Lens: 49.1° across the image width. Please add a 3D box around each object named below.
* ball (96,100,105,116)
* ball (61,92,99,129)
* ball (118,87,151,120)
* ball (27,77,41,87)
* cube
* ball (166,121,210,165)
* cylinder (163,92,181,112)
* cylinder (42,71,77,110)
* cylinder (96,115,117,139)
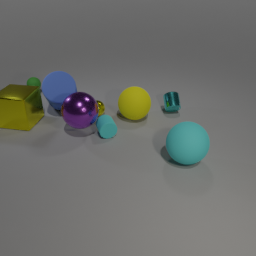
[{"bbox_3d":[-1.350,-0.860,12.213,0.700,0.700,0.700,0,31,0],"label":"ball"},{"bbox_3d":[-1.803,-0.662,10.525,1.400,1.400,1.400,0,31,0],"label":"ball"},{"bbox_3d":[0.273,-1.043,11.813,1.400,1.400,1.400,0,31,0],"label":"ball"},{"bbox_3d":[-4.773,-2.230,14.200,0.700,0.700,0.700,0,31,0],"label":"ball"},{"bbox_3d":[-4.481,-0.872,11.536,1.400,1.400,1.400,6,31,9],"label":"cube"},{"bbox_3d":[1.941,0.487,9.140,1.400,1.400,1.400,0,31,0],"label":"ball"},{"bbox_3d":[1.948,-1.150,12.420,0.700,0.700,0.700,-3,68,-5],"label":"cylinder"},{"bbox_3d":[-2.937,-1.593,12.238,1.400,1.400,1.400,-5,-8,-8],"label":"cylinder"},{"bbox_3d":[-0.838,-0.056,10.849,0.700,0.700,0.700,-10,32,-16],"label":"cylinder"}]
